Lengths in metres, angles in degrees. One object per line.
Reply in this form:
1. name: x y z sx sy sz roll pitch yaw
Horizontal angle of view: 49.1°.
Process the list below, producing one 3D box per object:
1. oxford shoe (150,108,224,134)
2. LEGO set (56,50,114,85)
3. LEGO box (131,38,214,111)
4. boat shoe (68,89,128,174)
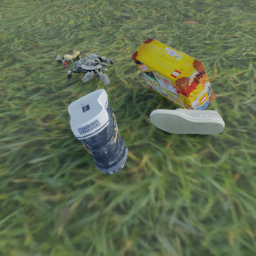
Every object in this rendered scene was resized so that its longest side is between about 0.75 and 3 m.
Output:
1. oxford shoe: 1.545 -0.234 7.412 1.938 0.728 0.560 5 48 1
2. LEGO set: -1.552 -2.361 9.873 2.824 0.800 1.834 22 40 27
3. LEGO box: 1.303 -1.501 8.178 0.828 1.599 2.147 -46 50 -4
4. boat shoe: -0.758 -0.007 6.897 1.050 1.347 2.966 -24 21 2
